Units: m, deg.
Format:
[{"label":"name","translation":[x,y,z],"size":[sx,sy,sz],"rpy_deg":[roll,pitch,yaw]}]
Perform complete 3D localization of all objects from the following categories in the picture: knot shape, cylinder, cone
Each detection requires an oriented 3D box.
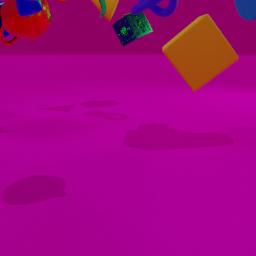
[{"label":"knot shape","translation":[0.878,-4.381,8.963],"size":[1.708,1.598,0.789],"rpy_deg":[3,-10,34]},{"label":"cylinder","translation":[3.183,-3.122,6.514],"size":[0.975,0.975,0.975],"rpy_deg":[-21,20,-10]},{"label":"cone","translation":[-0.998,-4.553,9.853],"size":[1.194,1.190,1.190],"rpy_deg":[22,14,-7]}]

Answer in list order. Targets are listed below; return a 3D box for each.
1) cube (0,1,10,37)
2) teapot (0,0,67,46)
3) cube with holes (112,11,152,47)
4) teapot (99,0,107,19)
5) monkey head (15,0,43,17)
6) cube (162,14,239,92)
[{"label":"cube","translation":[-3.653,-2.926,7.617],"size":[0.790,0.790,0.790],"rpy_deg":[22,52,33]},{"label":"teapot","translation":[-2.443,-2.845,7.082],"size":[1.295,2.083,1.020],"rpy_deg":[55,6,35]},{"label":"cube with holes","translation":[0.157,-3.832,10.738],"size":[0.922,0.922,0.922],"rpy_deg":[-36,14,-33]},{"label":"teapot","translation":[-0.002,-2.312,4.248],"size":[1.479,0.724,0.920],"rpy_deg":[-33,7,20]},{"label":"monkey head","translation":[-1.506,-2.228,4.256],"size":[1.758,1.265,1.059],"rpy_deg":[-29,52,-23]},{"label":"cube","translation":[1.636,-1.778,6.620],"size":[1.197,1.197,1.197],"rpy_deg":[-37,11,17]}]
